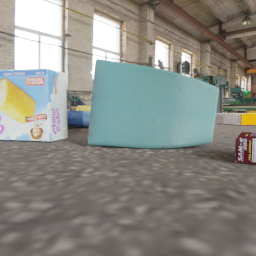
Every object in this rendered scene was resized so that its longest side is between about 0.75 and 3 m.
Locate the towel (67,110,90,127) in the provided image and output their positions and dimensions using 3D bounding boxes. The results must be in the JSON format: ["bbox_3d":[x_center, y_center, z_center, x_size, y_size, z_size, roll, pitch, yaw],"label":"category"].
[{"bbox_3d":[-1.714,-0.338,11.144,2.547,0.618,1.422,2,-4,-4],"label":"towel"}]

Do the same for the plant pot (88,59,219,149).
[{"bbox_3d":[0.614,-0.420,6.029,2.406,1.699,1.700,7,5,12],"label":"plant pot"}]

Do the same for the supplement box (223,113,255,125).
[{"bbox_3d":[5.433,-0.435,13.520,0.957,0.559,1.519,-1,4,-13],"label":"supplement box"}]

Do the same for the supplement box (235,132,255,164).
[{"bbox_3d":[2.278,0.303,3.960,1.359,0.414,0.740,3,6,28],"label":"supplement box"}]

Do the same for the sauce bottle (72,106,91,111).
[{"bbox_3d":[-1.028,-0.528,12.526,2.929,0.967,0.967,2,4,5],"label":"sauce bottle"}]

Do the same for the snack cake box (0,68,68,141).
[{"bbox_3d":[-3.103,-0.562,7.146,2.970,1.708,0.998,1,4,13],"label":"snack cake box"}]
